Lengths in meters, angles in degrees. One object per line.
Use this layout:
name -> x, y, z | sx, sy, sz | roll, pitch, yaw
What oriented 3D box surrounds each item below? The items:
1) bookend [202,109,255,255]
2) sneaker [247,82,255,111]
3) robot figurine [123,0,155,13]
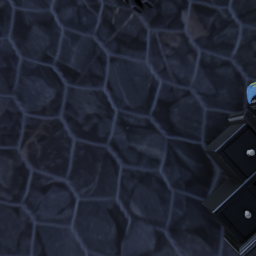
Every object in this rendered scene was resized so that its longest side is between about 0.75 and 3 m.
bookend -> 3.062, 1.456, 7.849 | 2.788, 1.292, 2.805 | -41, 88, -1
sneaker -> 4.703, -0.982, 8.279 | 2.422, 0.859, 1.003 | -9, 109, -2
robot figurine -> 0.256, -4.362, 8.154 | 1.357, 1.127, 1.806 | -10, 88, -10
